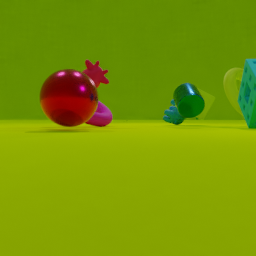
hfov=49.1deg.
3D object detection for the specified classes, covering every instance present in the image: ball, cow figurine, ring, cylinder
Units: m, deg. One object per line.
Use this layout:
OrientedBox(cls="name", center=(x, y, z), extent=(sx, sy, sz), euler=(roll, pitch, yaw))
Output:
OrientedBox(cls="ball", center=(-1.108, -0.565, 5.310), extent=(1.093, 1.093, 1.093), euler=(0, 2, 0))
OrientedBox(cls="cow figurine", center=(2.146, -0.555, 10.524), extent=(1.337, 0.746, 1.359), euler=(25, 53, 16))
OrientedBox(cls="ring", center=(3.686, -1.082, 8.738), extent=(1.792, 1.792, 0.358), euler=(-1, -22, -34))
OrientedBox(cls="ring", center=(-1.354, -0.647, 8.360), extent=(1.948, 0.390, 1.948), euler=(26, 16, -8))
OrientedBox(cls="cylinder", center=(1.604, -0.733, 7.441), extent=(0.707, 0.707, 0.707), euler=(0, 33, -3))
OrientedBox(cls="cow figurine", center=(-1.110, -0.915, 6.493), extent=(1.371, 0.765, 1.393), euler=(-41, 11, 20))

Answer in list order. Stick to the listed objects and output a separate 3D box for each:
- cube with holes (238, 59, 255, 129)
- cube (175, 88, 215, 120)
OrientedBox(cls="cube with holes", center=(3.242, -0.781, 6.234), extent=(1.139, 1.139, 1.139), euler=(0, 38, 7))
OrientedBox(cls="cube", center=(2.309, -0.902, 9.737), extent=(0.877, 0.877, 0.877), euler=(25, 9, -10))
